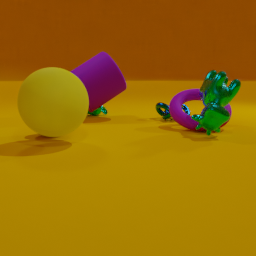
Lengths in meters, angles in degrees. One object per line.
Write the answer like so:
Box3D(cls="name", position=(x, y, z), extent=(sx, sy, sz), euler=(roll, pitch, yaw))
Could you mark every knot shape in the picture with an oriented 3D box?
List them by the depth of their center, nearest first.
Box3D(cls="knot shape", position=(1.358, -0.552, 8.954), extent=(1.060, 0.523, 1.132), euler=(8, 9, 39))

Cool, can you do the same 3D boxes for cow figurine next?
Box3D(cls="cow figurine", position=(1.999, -0.611, 6.611), extent=(0.796, 1.428, 1.451), euler=(27, 12, -10))

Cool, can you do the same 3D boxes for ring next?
Box3D(cls="ring", position=(1.906, -0.509, 7.439), extent=(1.623, 0.325, 1.623), euler=(-1, 42, 1))

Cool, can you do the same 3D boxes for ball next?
Box3D(cls="ball", position=(-1.443, -0.497, 5.466), extent=(1.344, 1.344, 1.344), euler=(0, 10, 0))

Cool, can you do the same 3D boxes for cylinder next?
Box3D(cls="cylinder", position=(-0.991, -1.435, 8.812), extent=(1.397, 1.397, 1.397), euler=(-35, 18, -9))

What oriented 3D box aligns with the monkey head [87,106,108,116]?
Box3D(cls="monkey head", position=(-1.196, -0.862, 9.799), extent=(1.122, 0.807, 0.676), euler=(18, -18, -6))
